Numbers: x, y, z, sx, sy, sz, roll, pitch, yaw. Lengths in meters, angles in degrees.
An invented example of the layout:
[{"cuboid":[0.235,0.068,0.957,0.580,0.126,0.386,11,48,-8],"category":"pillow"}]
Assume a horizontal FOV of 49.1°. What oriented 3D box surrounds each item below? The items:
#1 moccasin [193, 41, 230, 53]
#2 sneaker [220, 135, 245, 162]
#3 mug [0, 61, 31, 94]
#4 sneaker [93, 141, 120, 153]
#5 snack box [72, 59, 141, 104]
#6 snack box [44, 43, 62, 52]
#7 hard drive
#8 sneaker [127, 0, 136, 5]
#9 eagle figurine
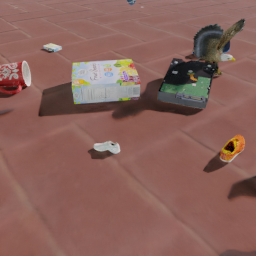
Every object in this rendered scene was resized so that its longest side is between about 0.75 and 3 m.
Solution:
[{"cuboid":[4.251,-4.213,14.316,2.106,0.718,0.847,-15,38,-20],"category":"moccasin"},{"cuboid":[3.017,0.500,7.919,0.458,0.484,1.254,22,39,29],"category":"sneaker"},{"cuboid":[-4.773,-2.011,11.031,1.508,1.006,1.339,-5,34,-2],"category":"mug"},{"cuboid":[-0.613,0.503,8.057,0.789,0.316,0.278,5,37,10],"category":"sneaker"},{"cuboid":[-0.900,-1.864,10.919,2.486,0.841,2.096,-7,37,-7],"category":"snack box"},{"cuboid":[-4.015,-4.284,14.898,0.875,0.162,0.508,24,42,30],"category":"snack box"},{"cuboid":[2.344,-1.813,10.921,1.824,0.494,2.611,11,43,15],"category":"hard drive"},{"cuboid":[0.062,-5.209,10.505,0.424,1.100,0.469,-12,30,1],"category":"sneaker"},{"cuboid":[3.595,-3.222,11.413,1.857,2.461,1.867,7,36,14],"category":"eagle figurine"}]
